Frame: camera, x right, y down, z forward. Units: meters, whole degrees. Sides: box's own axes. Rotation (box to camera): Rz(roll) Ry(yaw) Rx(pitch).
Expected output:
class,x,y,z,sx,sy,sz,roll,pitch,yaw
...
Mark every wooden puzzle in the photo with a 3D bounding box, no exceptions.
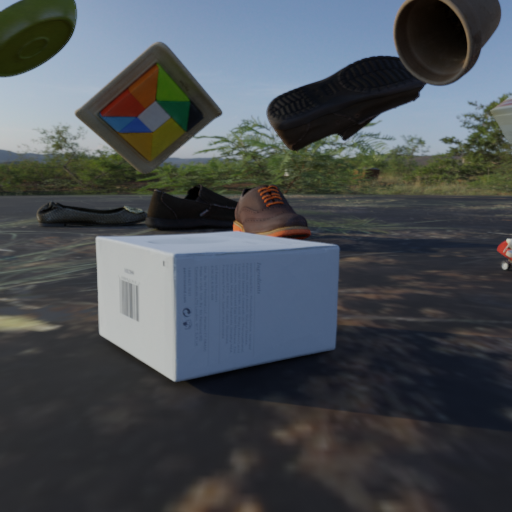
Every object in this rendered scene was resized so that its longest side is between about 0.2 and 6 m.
class,x,y,z,sx,sy,sz,roll,pitch,yaw
wooden puzzle,-1.256,-1.695,6.757,1.372,0.256,1.270,-34,-41,12

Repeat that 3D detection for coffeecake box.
class,x,y,z,sx,sy,sz,roll,pitch,yaw
coffeecake box,4.211,-2.219,7.361,1.698,0.620,1.304,-36,11,3

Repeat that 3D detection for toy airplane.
class,x,y,z,sx,sy,sz,roll,pitch,yaw
toy airplane,3.542,-0.075,7.040,0.869,0.616,0.873,3,8,16

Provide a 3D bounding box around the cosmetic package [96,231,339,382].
class,x,y,z,sx,sy,sz,roll,pitch,yaw
cosmetic package,-0.299,0.258,3.934,1.256,0.772,1.252,-5,9,-34

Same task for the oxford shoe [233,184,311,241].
class,x,y,z,sx,sy,sz,roll,pitch,yaw
oxford shoe,0.185,-0.844,10.918,1.073,1.094,3.015,-3,8,-21

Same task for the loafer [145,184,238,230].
class,x,y,z,sx,sy,sz,roll,pitch,yaw
loafer,-1.228,-1.224,13.791,3.031,1.081,1.106,-5,9,-34

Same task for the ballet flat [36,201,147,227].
class,x,y,z,sx,sy,sz,roll,pitch,yaw
ballet flat,-4.245,-1.120,14.642,2.809,0.651,0.946,-2,8,-14

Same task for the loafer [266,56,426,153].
class,x,y,z,sx,sy,sz,roll,pitch,yaw
loafer,1.722,-2.863,10.662,3.081,1.094,1.125,-17,51,1

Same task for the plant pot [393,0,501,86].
class,x,y,z,sx,sy,sz,roll,pitch,yaw
plant pot,2.657,-3.062,7.461,1.085,1.245,1.245,-34,22,-21

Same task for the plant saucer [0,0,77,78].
class,x,y,z,sx,sy,sz,roll,pitch,yaw
plant saucer,-3.927,-3.694,9.645,2.127,0.330,2.127,-34,7,5
